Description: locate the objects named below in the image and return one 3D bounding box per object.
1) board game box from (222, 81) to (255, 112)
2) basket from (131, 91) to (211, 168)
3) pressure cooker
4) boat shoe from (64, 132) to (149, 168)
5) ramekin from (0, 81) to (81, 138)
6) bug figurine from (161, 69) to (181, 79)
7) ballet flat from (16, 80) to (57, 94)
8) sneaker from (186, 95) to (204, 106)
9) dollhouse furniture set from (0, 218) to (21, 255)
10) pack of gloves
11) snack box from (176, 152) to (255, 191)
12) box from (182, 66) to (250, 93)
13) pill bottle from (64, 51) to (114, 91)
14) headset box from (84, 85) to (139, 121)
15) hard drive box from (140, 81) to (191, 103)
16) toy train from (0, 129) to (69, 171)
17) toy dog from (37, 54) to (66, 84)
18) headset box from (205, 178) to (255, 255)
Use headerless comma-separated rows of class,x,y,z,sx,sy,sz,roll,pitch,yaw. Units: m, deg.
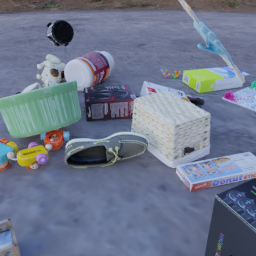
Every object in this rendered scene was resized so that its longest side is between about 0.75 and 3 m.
board game box,6.354,-1.407,12.944,2.786,0.360,2.787,-21,35,-32
basket,1.388,-0.086,9.343,1.678,1.527,2.475,-17,34,-26
pressure cooker,-2.890,-3.966,11.852,0.994,0.978,1.112,-7,11,-31
boat shoe,-0.640,0.734,8.537,2.621,0.937,0.783,-6,29,2
ramekin,-2.975,-0.658,9.744,2.792,1.364,2.792,-14,11,3
bug figurine,2.441,-3.082,16.050,1.145,0.295,0.888,7,35,4
ballet flat,-3.814,-1.624,12.689,1.059,1.059,2.900,23,36,36
sneaker,2.808,-1.136,12.491,0.633,0.414,1.095,-27,28,-31
dollhouse furniture set,-2.729,2.482,5.467,1.111,0.779,0.783,-15,32,-26
pack of gloves,2.332,-2.501,8.382,2.614,0.516,2.196,28,28,-48
snack box,2.763,1.233,8.211,2.534,0.308,0.911,-8,30,-14
box,4.592,-2.617,14.769,2.927,0.698,1.785,-9,30,-16
pill bottle,-1.893,-3.114,14.725,1.600,1.600,2.832,13,32,22
headset box,-0.654,-1.111,11.858,2.338,0.877,1.738,-4,29,-8
hard drive box,1.523,-1.181,11.674,1.847,0.709,1.439,12,26,-13
toy train,-3.221,0.684,8.867,2.641,0.735,1.984,-1,28,-9
toy dog,-3.908,-2.780,14.750,1.846,1.328,1.904,23,27,-11
headset box,2.573,1.961,4.977,2.474,2.154,1.148,-14,32,-24
